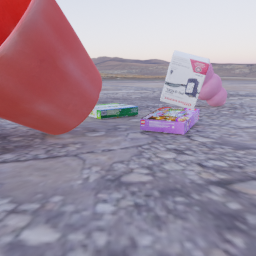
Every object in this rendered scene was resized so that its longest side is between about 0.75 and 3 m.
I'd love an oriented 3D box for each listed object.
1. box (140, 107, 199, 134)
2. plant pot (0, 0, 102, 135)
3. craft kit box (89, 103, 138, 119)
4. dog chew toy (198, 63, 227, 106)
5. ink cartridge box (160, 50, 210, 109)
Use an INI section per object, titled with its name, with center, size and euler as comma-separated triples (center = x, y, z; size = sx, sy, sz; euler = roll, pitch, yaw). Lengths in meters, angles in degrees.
[box]
center = 1.118, -0.234, 7.187
size = 1.094, 0.313, 1.600
euler = 6, 17, 25
[plant pot]
center = -1.991, -1.234, 5.857
size = 2.752, 2.752, 2.435
euler = 9, -22, 39
[craft kit box]
center = -0.625, -0.584, 9.279
size = 1.416, 0.344, 1.399
euler = -8, 16, -32
[dog chew toy]
center = 3.116, -1.764, 11.289
size = 2.216, 1.380, 1.380
euler = 44, 9, -8
[ink cartridge box]
center = 1.830, -1.546, 9.129
size = 1.176, 1.625, 0.685
euler = 16, 31, 7
